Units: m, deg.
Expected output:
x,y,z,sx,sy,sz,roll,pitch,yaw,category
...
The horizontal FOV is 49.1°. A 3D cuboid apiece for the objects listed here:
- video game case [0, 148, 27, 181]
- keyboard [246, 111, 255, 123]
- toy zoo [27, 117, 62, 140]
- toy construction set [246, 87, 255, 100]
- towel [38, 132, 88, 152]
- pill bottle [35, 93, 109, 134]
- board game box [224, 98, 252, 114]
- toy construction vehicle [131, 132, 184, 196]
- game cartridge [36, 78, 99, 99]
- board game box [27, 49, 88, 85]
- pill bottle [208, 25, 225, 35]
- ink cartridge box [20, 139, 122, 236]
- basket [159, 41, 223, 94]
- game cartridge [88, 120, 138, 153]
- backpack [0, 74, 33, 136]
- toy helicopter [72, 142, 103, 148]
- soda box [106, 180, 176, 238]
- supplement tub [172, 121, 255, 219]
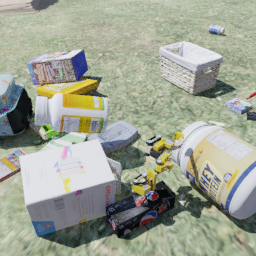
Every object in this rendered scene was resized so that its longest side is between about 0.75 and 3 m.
x,y,z,sx,sy,sz,roll,pitch,yaw,category
-3.936,1.206,9.296,0.922,0.112,1.289,28,45,34,video game case
5.724,-0.467,11.440,1.635,0.324,0.851,6,36,10,keyboard
-2.557,-0.419,11.220,2.479,0.254,1.626,-26,36,-30,toy zoo
5.655,-1.086,11.660,1.594,1.225,1.329,18,70,-8,toy construction set
-2.301,0.577,10.107,1.197,0.184,1.570,14,38,18,towel
-1.727,-0.446,8.586,2.095,1.164,1.164,4,34,-17,pill bottle
4.825,-0.982,12.261,0.832,0.172,0.834,-25,43,-31,board game box
0.844,0.915,7.212,0.580,1.434,1.647,25,30,32,toy construction vehicle
-2.813,-1.872,12.918,2.292,0.372,2.021,15,36,43,game cartridge
-3.369,-2.995,13.723,2.281,1.105,1.818,-3,27,15,board game box
6.462,-7.146,20.407,1.053,0.591,0.591,25,43,30,pill bottle
-1.424,1.507,7.501,2.444,1.571,1.530,-12,46,-18,ink cartridge box
2.976,-2.984,13.767,1.809,1.646,2.669,-22,40,-27,basket
-0.495,0.317,10.371,1.676,0.348,1.116,-28,49,-33,game cartridge
-5.189,-0.754,10.397,2.639,2.023,2.320,-14,38,1,backpack
-1.367,0.611,9.097,1.012,0.399,0.669,20,1,-30,toy helicopter
0.370,2.155,7.573,1.873,0.593,0.663,-20,42,-24,soda box
2.692,1.078,7.995,1.856,1.856,2.570,-22,41,-27,supplement tub
